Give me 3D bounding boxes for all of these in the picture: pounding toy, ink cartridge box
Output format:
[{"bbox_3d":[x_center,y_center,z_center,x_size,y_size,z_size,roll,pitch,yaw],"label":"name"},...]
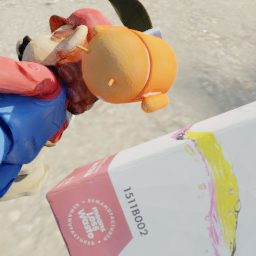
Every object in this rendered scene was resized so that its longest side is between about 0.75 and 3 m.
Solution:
[{"bbox_3d":[-1.677,0.416,4.350,0.817,0.819,1.428,-3,18,1],"label":"pounding toy"},{"bbox_3d":[0.866,0.656,2.255,2.540,0.857,1.479,-22,92,5],"label":"ink cartridge box"}]

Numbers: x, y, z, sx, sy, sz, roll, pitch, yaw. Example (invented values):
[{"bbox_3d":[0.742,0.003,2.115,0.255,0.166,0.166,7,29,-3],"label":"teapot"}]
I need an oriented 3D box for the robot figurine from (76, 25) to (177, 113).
[{"bbox_3d":[0.025,-0.535,2.465,0.626,0.772,1.073,4,10,32],"label":"robot figurine"}]

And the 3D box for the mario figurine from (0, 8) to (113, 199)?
[{"bbox_3d":[-1.214,-0.310,2.966,1.561,1.818,2.946,48,58,-18],"label":"mario figurine"}]

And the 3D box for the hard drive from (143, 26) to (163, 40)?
[{"bbox_3d":[0.067,-1.177,4.982,1.249,0.824,0.167,-24,48,3],"label":"hard drive"}]

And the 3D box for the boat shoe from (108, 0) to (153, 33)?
[{"bbox_3d":[0.003,-2.566,6.097,0.585,0.505,1.605,-42,87,15],"label":"boat shoe"}]
